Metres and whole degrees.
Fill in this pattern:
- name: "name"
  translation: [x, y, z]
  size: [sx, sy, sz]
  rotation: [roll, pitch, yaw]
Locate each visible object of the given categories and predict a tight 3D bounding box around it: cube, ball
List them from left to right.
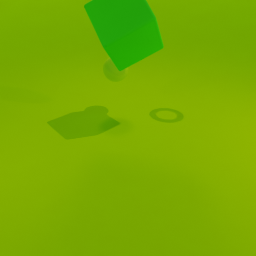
- name: "ball"
  translation: [-0.391, -1.858, 8.832]
  size: [0.796, 0.796, 0.796]
  rotation: [0, 29, 0]
- name: "cube"
  translation: [-0.060, -2.517, 7.010]
  size: [1.344, 1.344, 1.344]
  rotation: [-27, 71, 7]
